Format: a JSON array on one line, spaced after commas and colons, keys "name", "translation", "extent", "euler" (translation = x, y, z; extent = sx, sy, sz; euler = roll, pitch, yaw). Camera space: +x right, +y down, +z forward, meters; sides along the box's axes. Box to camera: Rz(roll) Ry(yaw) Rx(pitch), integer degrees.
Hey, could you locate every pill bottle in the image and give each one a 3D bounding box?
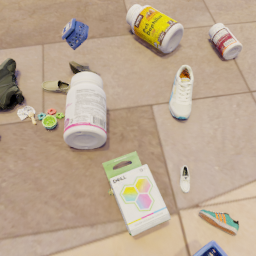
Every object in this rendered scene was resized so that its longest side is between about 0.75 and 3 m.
[{"name": "pill bottle", "translation": [1.182, -4.704, 13.029], "extent": [2.611, 1.426, 1.426], "euler": [40, 67, 22]}, {"name": "pill bottle", "translation": [-1.573, -0.692, 10.550], "extent": [1.518, 1.518, 2.679], "euler": [-2, 59, -1]}, {"name": "pill bottle", "translation": [4.448, -4.021, 12.917], "extent": [0.922, 0.922, 1.614], "euler": [-17, 60, -10]}]

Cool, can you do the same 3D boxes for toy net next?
[{"name": "toy net", "translation": [-3.554, -0.568, 11.154], "extent": [1.887, 0.364, 0.990], "euler": [19, 61, 12]}]

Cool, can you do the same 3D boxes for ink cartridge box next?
[{"name": "ink cartridge box", "translation": [0.215, 2.007, 9.079], "extent": [1.317, 0.752, 2.537], "euler": [-20, 73, -12]}]

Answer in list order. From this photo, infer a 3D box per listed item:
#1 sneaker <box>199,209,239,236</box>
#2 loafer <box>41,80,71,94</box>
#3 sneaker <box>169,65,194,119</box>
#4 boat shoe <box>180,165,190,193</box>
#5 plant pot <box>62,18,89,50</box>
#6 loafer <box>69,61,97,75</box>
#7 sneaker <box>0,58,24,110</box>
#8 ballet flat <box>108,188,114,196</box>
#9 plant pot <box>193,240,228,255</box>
[{"name": "sneaker", "translation": [2.941, 2.920, 9.031], "extent": [1.287, 0.459, 0.514], "euler": [28, 55, 12]}, {"name": "loafer", "translation": [-2.981, -1.785, 11.814], "extent": [1.432, 0.489, 0.542], "euler": [7, 59, 4]}, {"name": "sneaker", "translation": [2.183, -1.463, 11.347], "extent": [0.915, 0.966, 2.393], "euler": [6, 60, 2]}, {"name": "boat shoe", "translation": [1.980, 1.768, 9.768], "extent": [0.355, 0.316, 0.966], "euler": [-2, 59, -1]}, {"name": "plant pot", "translation": [-1.962, -3.479, 10.271], "extent": [0.702, 0.781, 0.781], "euler": [31, 43, -34]}, {"name": "loafer", "translation": [-1.948, -2.501, 12.252], "extent": [1.462, 0.556, 0.493], "euler": [36, 63, 10]}, {"name": "sneaker", "translation": [-4.814, -1.787, 11.598], "extent": [1.380, 0.921, 2.409], "euler": [8, 62, 3]}, {"name": "ballet flat", "translation": [-0.212, 2.038, 9.603], "extent": [0.982, 0.347, 0.347], "euler": [-19, 61, -11]}, {"name": "plant pot", "translation": [2.093, 4.323, 7.515], "extent": [1.702, 1.531, 1.702], "euler": [-31, 64, -17]}]
